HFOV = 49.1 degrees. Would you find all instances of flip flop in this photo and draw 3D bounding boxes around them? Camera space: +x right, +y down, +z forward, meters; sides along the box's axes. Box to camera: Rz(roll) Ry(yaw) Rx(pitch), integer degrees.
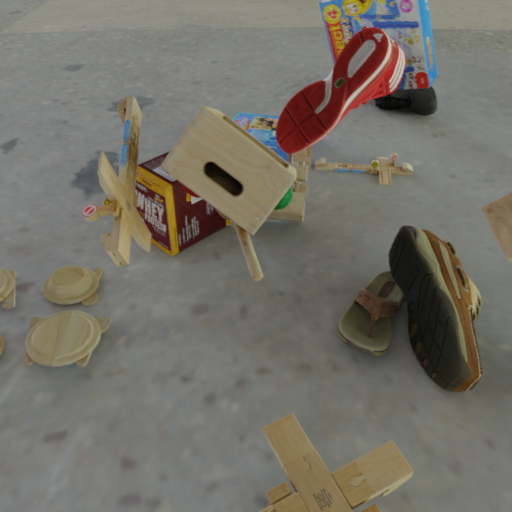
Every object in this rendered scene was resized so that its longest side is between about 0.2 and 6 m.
[{"bbox_3d":[2.197,0.882,10.069,0.981,0.696,2.418,23,41,21],"label":"flip flop"}]

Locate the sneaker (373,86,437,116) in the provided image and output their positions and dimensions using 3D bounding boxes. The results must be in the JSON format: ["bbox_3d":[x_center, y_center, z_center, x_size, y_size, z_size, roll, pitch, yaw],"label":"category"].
[{"bbox_3d":[4.382,-4.827,17.245,1.240,1.037,2.731,-28,38,-18],"label":"sneaker"}]

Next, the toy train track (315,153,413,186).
[{"bbox_3d":[2.780,-2.386,14.467,2.502,0.407,1.435,4,38,5],"label":"toy train track"}]

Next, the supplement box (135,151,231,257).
[{"bbox_3d":[-1.554,-1.242,11.954,1.148,1.705,1.728,32,48,34],"label":"supplement box"}]

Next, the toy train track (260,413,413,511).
[{"bbox_3d":[0.054,3.529,6.891,4.154,0.676,2.383,-21,50,-16],"label":"toy train track"}]

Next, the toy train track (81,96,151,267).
[{"bbox_3d":[-2.205,-1.273,8.822,0.543,1.914,3.338,-9,53,7],"label":"toy train track"}]

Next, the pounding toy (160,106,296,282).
[{"bbox_3d":[-0.303,-1.023,8.622,2.133,1.516,1.963,37,13,-4],"label":"pounding toy"}]

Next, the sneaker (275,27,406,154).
[{"bbox_3d":[1.829,-3.035,11.181,1.699,2.942,1.153,-2,60,-51],"label":"sneaker"}]

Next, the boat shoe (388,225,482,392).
[{"bbox_3d":[3.341,0.752,9.794,1.229,1.259,3.328,8,47,-13],"label":"boat shoe"}]

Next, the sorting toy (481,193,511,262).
[{"bbox_3d":[4.336,-0.518,8.866,1.098,0.384,1.104,-28,48,22],"label":"sorting toy"}]

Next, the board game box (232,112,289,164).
[{"bbox_3d":[0.362,-3.271,15.456,2.403,0.541,1.828,10,39,12],"label":"board game box"}]

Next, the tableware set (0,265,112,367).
[{"bbox_3d":[-4.244,1.066,10.142,3.276,0.380,2.737,-4,39,-5],"label":"tableware set"}]

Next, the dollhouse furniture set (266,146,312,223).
[{"bbox_3d":[0.449,-2.380,12.192,1.518,3.108,2.651,6,-1,5],"label":"dollhouse furniture set"}]

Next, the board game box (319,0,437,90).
[{"bbox_3d":[2.527,-4.446,11.506,2.023,2.066,0.577,7,45,35],"label":"board game box"}]
